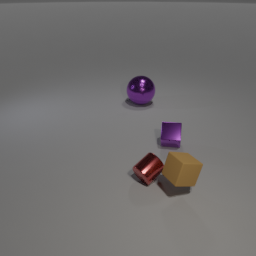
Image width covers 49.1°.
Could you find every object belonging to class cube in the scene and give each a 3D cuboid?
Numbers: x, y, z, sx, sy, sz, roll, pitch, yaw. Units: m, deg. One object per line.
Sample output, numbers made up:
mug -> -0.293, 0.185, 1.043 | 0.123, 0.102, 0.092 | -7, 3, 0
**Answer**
cube -> 1.462, 1.113, 7.608 | 0.700, 0.700, 0.700 | 7, 19, -30
cube -> 1.557, 0.245, 10.089 | 0.700, 0.700, 0.700 | 4, 66, 10

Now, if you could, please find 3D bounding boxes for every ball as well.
ball -> 0.626, -1.827, 13.557 | 1.400, 1.400, 1.400 | 0, 28, 0

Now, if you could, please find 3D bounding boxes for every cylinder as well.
cylinder -> 0.613, 1.207, 8.356 | 0.700, 0.700, 0.700 | -40, 43, -20
